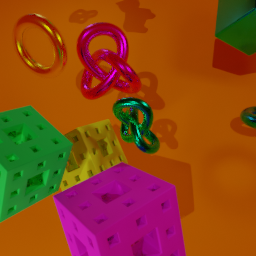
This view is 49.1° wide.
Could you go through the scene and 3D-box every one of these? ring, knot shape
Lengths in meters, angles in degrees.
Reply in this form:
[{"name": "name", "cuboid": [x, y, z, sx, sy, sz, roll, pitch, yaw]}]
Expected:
[{"name": "ring", "cuboid": [3.146, -0.206, 6.038, 1.372, 0.274, 1.372, -1, 19, 0]}, {"name": "knot shape", "cuboid": [0.112, -0.070, 5.162, 0.536, 1.086, 1.161, -31, 105, -14]}, {"name": "knot shape", "cuboid": [-0.488, -1.422, 5.965, 1.672, 1.564, 0.772, 5, 25, 32]}, {"name": "ring", "cuboid": [-1.971, -1.793, 6.250, 1.437, 1.437, 0.287, 27, 41, 12]}]

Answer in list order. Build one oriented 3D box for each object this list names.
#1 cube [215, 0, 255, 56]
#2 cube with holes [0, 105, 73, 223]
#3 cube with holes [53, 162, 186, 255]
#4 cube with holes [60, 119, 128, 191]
[{"name": "cube", "cuboid": [3.080, -2.791, 6.854, 1.273, 1.273, 1.273, 19, 71, -23]}, {"name": "cube with holes", "cuboid": [-1.686, 0.480, 4.216, 1.062, 1.062, 1.062, 38, 36, 22]}, {"name": "cube with holes", "cuboid": [-0.125, 1.585, 4.448, 1.370, 1.370, 1.370, -23, 22, -31]}, {"name": "cube with holes", "cuboid": [-0.842, 0.548, 5.709, 1.025, 1.025, 1.025, -25, 88, 31]}]
